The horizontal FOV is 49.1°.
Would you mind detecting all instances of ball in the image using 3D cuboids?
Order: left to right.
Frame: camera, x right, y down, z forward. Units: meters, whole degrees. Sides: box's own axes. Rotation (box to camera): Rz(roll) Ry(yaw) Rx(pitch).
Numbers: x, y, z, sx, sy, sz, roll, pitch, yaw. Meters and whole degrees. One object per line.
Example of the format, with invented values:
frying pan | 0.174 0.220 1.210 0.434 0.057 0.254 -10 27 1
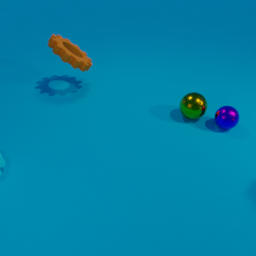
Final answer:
ball | 2.101 -0.709 9.003 0.888 0.888 0.888 0 38 0
ball | 3.047 -0.325 8.642 0.738 0.738 0.738 0 38 0

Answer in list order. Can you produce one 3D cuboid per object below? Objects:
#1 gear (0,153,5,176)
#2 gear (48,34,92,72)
gear | -3.989 1.070 6.910 1.729 0.320 1.729 -7 31 4
gear | -2.027 -2.651 9.908 1.646 0.304 1.646 35 21 -16
